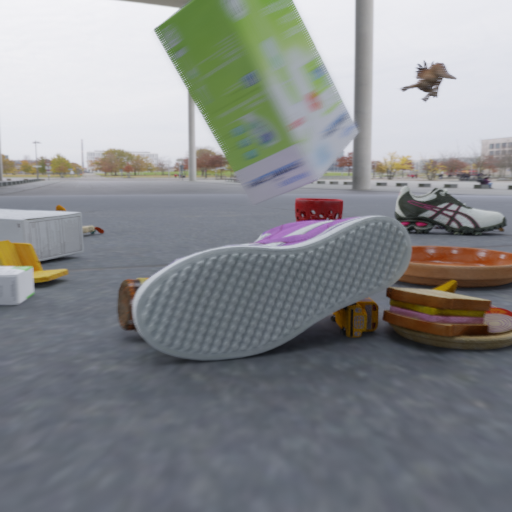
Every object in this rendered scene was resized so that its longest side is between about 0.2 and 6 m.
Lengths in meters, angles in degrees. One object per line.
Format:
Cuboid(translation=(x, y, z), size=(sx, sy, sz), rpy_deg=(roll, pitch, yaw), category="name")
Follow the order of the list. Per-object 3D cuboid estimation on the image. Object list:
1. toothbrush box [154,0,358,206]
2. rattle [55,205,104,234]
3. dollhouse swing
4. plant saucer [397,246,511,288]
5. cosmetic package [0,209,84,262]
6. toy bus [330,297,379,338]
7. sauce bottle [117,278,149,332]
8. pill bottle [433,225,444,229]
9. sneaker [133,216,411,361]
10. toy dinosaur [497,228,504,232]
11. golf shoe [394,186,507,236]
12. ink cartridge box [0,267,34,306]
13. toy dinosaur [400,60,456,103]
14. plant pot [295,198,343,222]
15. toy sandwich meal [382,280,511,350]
Cuboid(translation=(0.108, -2.001, 6.597), size=(0.967, 2.247, 1.636), rpy_deg=(-17, 19, 35), category="toothbrush box")
Cuboid(translation=(-4.461, -0.884, 14.139), size=(1.168, 0.835, 0.761), rpy_deg=(-16, -5, -41), category="rattle")
Cuboid(translation=(-3.183, 0.057, 7.778), size=(0.748, 0.773, 0.851), rpy_deg=(-20, 4, 12), category="dollhouse swing")
Cuboid(translation=(2.794, 0.145, 8.277), size=(2.214, 0.357, 2.214), rpy_deg=(1, 9, 0), category="plant saucer")
Cuboid(translation=(-4.933, -0.407, 10.394), size=(3.306, 0.837, 1.365), rpy_deg=(4, 9, 27), category="cosmetic package")
Cuboid(translation=(0.960, 0.547, 5.555), size=(0.369, 0.307, 0.944), rpy_deg=(1, 7, -3), category="toy bus")
Cuboid(translation=(-0.514, 0.461, 5.412), size=(1.575, 0.520, 0.520), rpy_deg=(1, 7, -28), category="sauce bottle")
Cuboid(translation=(5.635, -1.083, 16.108), size=(1.103, 0.614, 0.614), rpy_deg=(1, 8, 4), category="pill bottle")
Cuboid(translation=(0.010, 0.226, 5.269), size=(2.574, 0.933, 1.467), rpy_deg=(-13, 10, -24), category="sneaker")
Cuboid(translation=(6.180, -0.941, 15.616), size=(1.408, 0.425, 0.748), rpy_deg=(6, 19, 30), category="toy dinosaur")
Cuboid(translation=(5.068, -1.169, 14.616), size=(2.829, 1.246, 1.092), rpy_deg=(3, 7, 10), category="golf shoe")
Cuboid(translation=(-3.195, 0.352, 6.656), size=(0.897, 0.377, 0.653), rpy_deg=(-1, 8, -6), category="ink cartridge box")
Cuboid(translation=(3.927, -4.035, 12.556), size=(0.622, 0.982, 1.449), rpy_deg=(38, -16, -16), category="toy dinosaur")
Cuboid(translation=(1.431, -0.815, 12.780), size=(1.095, 0.997, 1.095), rpy_deg=(-1, 8, 0), category="plant pot")
Cuboid(translation=(1.820, 0.498, 5.249), size=(1.390, 0.476, 1.390), rpy_deg=(0, 8, 0), category="toy sandwich meal")
